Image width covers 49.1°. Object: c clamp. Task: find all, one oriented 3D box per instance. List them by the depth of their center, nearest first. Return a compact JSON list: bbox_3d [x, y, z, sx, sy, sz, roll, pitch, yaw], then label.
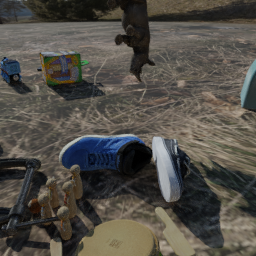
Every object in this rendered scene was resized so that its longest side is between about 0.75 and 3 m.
[{"bbox_3d":[-2.567,1.370,6.162,2.261,0.358,2.647,-10,28,-9],"label":"c clamp"}]

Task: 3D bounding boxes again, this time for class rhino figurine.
[{"bbox_3d":[0.225,-2.843,8.561,0.862,2.883,1.261,-3,12,37],"label":"rhino figurine"}]

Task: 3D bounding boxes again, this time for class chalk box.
[{"bbox_3d":[-3.146,-3.116,14.208,2.299,1.423,1.430,-10,26,-22],"label":"chalk box"}]

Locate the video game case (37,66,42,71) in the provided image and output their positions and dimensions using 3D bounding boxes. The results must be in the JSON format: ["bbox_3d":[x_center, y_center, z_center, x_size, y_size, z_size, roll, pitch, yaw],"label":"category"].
[{"bbox_3d":[-4.678,-3.564,16.637,1.212,0.115,0.866,-1,26,-1],"label":"video game case"}]

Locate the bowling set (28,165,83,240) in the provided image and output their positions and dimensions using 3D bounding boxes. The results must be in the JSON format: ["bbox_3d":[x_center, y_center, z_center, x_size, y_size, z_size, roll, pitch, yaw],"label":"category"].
[{"bbox_3d":[-1.489,1.393,5.470,1.047,0.807,1.504,-1,25,-2],"label":"bowling set"}]

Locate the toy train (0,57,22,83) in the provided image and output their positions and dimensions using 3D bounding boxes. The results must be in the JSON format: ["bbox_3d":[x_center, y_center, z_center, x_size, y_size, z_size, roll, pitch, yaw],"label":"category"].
[{"bbox_3d":[-6.028,-3.004,14.315,0.828,1.092,1.911,-17,30,-31],"label":"toy train"}]

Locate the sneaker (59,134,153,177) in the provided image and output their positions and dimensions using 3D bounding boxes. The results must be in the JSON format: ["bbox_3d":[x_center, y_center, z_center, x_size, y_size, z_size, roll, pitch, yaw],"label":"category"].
[{"bbox_3d":[-0.461,0.700,6.847,2.242,0.860,1.247,-5,17,-26],"label":"sneaker"}]

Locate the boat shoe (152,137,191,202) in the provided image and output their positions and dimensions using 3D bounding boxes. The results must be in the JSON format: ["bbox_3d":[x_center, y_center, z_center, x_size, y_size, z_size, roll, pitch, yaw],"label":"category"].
[{"bbox_3d":[1.097,0.865,6.634,0.819,0.866,2.415,-2,19,-1],"label":"boat shoe"}]

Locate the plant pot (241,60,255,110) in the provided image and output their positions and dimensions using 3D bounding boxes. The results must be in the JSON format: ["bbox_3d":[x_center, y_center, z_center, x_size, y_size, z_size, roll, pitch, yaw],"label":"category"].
[{"bbox_3d":[5.558,-1.828,11.023,1.799,1.833,1.794,9,26,17],"label":"plant pot"}]

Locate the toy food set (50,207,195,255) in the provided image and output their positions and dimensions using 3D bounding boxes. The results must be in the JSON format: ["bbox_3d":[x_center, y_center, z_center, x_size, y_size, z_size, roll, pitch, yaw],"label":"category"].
[{"bbox_3d":[-0.163,2.098,4.585,2.182,0.438,1.506,-12,20,-12],"label":"toy food set"}]
